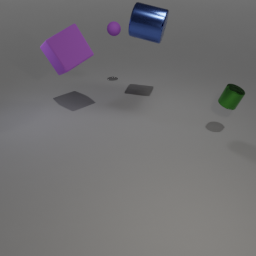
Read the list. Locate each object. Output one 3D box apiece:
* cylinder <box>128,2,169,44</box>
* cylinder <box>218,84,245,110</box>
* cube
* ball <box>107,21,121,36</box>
[{"bbox_3d":[0.879,-4.471,11.949,1.400,1.400,1.400,17,31,6],"label":"cylinder"},{"bbox_3d":[3.731,-1.124,10.109,0.700,0.700,0.700,14,37,-11],"label":"cylinder"},{"bbox_3d":[-2.522,-3.175,11.504,1.400,1.400,1.400,-39,20,-19],"label":"cube"},{"bbox_3d":[-0.712,-5.000,14.113,0.700,0.700,0.700,0,29,0],"label":"ball"}]
